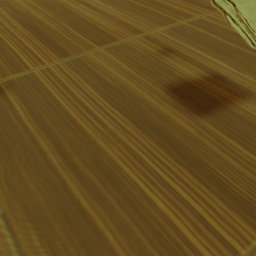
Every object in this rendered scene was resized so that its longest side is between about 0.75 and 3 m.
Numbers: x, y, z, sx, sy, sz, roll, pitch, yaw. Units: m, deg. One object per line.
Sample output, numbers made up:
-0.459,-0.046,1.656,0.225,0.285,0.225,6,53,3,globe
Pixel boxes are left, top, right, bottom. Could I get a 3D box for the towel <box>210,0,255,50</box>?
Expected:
3.147,-2.611,6.175,2.359,0.430,1.750,-21,70,-17,towel
